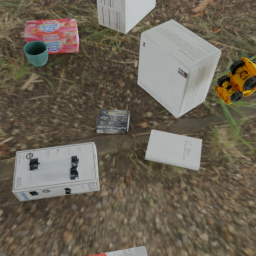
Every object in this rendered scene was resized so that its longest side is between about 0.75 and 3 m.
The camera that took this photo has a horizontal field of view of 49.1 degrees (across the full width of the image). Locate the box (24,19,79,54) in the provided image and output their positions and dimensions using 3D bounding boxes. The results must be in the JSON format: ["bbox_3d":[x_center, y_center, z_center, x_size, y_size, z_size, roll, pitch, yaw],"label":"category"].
[{"bbox_3d":[-3.104,-3.770,11.591,2.021,1.037,0.957,-3,54,-4],"label":"box"}]

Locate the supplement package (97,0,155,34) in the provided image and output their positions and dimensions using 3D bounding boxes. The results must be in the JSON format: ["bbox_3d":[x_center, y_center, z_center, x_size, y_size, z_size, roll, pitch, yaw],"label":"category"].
[{"bbox_3d":[0.002,-5.996,12.560,1.514,2.126,2.730,28,58,19],"label":"supplement package"}]

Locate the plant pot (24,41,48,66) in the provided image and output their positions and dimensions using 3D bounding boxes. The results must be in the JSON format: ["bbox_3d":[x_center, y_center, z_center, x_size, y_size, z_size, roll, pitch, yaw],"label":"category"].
[{"bbox_3d":[-3.585,-2.892,11.111,0.891,0.715,0.891,1,55,-1],"label":"plant pot"}]

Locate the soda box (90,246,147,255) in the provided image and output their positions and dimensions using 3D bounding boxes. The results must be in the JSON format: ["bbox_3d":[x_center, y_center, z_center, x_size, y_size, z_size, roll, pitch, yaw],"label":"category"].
[{"bbox_3d":[-0.701,3.351,6.359,2.386,0.815,0.757,-8,53,-5],"label":"soda box"}]

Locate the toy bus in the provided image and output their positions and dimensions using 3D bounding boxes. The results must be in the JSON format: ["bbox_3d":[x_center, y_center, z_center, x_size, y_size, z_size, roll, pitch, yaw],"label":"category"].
[{"bbox_3d":[3.386,-1.307,8.202,1.214,1.264,0.858,2,49,-42],"label":"toy bus"}]

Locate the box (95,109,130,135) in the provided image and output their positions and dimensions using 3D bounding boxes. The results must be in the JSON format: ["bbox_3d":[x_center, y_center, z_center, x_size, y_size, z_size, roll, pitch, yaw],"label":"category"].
[{"bbox_3d":[-0.505,-0.208,9.382,1.064,0.257,0.843,3,53,2],"label":"box"}]

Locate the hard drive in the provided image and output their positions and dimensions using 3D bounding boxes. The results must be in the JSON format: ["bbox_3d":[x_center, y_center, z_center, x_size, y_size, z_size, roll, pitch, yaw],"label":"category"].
[{"bbox_3d":[1.436,0.664,8.752,1.631,0.214,1.076,11,54,8],"label":"hard drive"}]

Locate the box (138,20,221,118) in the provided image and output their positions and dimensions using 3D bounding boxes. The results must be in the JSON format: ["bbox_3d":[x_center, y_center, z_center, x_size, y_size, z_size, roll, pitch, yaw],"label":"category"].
[{"bbox_3d":[1.588,-1.995,9.487,1.464,2.239,2.228,-30,59,-24],"label":"box"}]

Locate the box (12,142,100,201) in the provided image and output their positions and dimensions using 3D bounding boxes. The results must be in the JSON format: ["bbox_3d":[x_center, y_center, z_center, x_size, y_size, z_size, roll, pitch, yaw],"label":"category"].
[{"bbox_3d":[-1.996,1.235,8.028,2.275,0.684,1.327,-8,53,-5],"label":"box"}]
